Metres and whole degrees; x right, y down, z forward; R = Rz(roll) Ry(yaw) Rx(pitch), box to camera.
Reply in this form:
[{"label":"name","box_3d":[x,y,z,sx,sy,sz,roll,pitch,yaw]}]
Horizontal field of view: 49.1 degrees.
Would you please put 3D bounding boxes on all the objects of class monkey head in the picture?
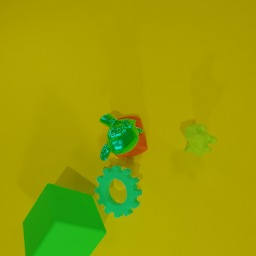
[{"label":"monkey head","box_3d":[-0.261,0.150,7.177,1.458,0.879,1.049,-36,52,-28]}]

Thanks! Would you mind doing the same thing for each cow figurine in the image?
[{"label":"cow figurine","box_3d":[1.865,0.331,7.703,1.159,1.140,0.636,44,74,-25]}]

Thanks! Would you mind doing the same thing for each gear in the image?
[{"label":"gear","box_3d":[-0.257,1.586,7.023,1.254,0.232,1.254,0,90,30]}]

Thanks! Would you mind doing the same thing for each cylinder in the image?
[{"label":"cylinder","box_3d":[0.008,0.265,8.024,0.941,0.941,0.941,-11,70,-4]}]

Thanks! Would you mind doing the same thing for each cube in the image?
[{"label":"cube","box_3d":[-1.533,2.340,6.597,1.318,1.318,1.318,-56,34,12]}]
